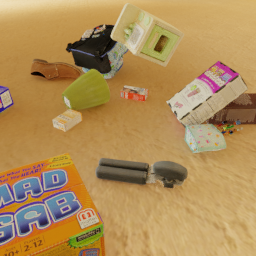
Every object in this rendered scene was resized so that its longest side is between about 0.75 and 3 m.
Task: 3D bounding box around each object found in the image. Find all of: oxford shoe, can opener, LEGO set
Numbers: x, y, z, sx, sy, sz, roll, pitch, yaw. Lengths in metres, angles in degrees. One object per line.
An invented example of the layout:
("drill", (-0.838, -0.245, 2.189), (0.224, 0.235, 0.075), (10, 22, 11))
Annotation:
("oxford shoe", (-3.963, -2.995, 15.308), (2.859, 1.020, 1.019), (8, 64, 9))
("can opener", (0.411, 1.303, 8.893), (2.912, 0.968, 0.767), (3, 35, 12))
("LEGO set", (-1.449, -4.243, 12.313), (1.045, 0.257, 0.781), (-13, -2, -26))

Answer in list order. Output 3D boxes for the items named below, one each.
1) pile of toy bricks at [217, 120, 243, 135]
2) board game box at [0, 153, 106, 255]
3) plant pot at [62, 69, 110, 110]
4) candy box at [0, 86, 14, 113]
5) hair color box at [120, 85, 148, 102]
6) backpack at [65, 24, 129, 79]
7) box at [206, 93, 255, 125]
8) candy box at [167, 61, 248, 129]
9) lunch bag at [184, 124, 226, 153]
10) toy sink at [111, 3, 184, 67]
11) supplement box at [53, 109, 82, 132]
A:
("pile of toy bricks", (4.001, -0.021, 11.222), (1.033, 0.573, 0.510), (-15, -3, -4))
("board game box", (-1.930, 2.351, 6.077), (2.276, 2.274, 2.274), (-16, 38, -22))
("plant pot", (-1.980, -1.525, 12.492), (1.755, 1.642, 1.642), (-32, 45, -27))
("candy box", (-6.888, -1.185, 12.364), (2.590, 0.997, 2.190), (16, 39, 21))
("hair color box", (0.311, -1.690, 13.640), (1.229, 0.393, 0.682), (10, 36, 17))
("backpack", (-1.396, -4.324, 15.649), (2.683, 2.154, 2.931), (20, 58, 27))
("box", (4.522, -0.835, 11.947), (2.499, 0.936, 1.251), (-1, 34, 1))
("candy box", (3.063, -1.286, 11.220), (2.748, 0.838, 1.874), (-37, 27, 12))
("lunch bag", (2.785, 0.450, 10.172), (1.128, 0.807, 1.324), (-4, 29, -8))
("toy sink", (0.837, -3.939, 12.027), (2.532, 1.650, 1.418), (13, 30, -34))
("supplement box", (-2.510, -0.338, 11.663), (0.668, 0.390, 1.060), (20, 40, 27))
